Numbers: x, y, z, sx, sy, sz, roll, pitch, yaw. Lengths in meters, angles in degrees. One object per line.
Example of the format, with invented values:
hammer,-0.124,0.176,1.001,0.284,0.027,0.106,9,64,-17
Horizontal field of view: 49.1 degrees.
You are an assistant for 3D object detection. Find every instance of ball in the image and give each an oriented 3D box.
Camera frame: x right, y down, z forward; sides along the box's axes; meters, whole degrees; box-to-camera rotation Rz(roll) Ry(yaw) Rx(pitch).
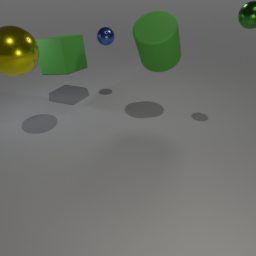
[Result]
ball,-0.877,-3.608,11.037,0.700,0.700,0.700,0,30,0
ball,3.332,-3.029,7.525,0.700,0.700,0.700,0,30,0
ball,-3.260,-2.176,7.980,1.400,1.400,1.400,0,30,0

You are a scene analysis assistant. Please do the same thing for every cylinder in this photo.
cylinder,0.978,-2.784,9.109,1.400,1.400,1.400,-6,62,12

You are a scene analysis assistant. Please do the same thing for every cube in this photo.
cube,-2.700,-3.014,11.499,1.400,1.400,1.400,5,24,27
